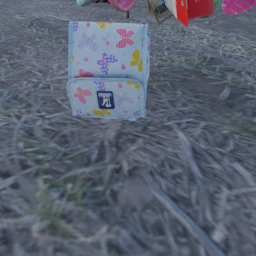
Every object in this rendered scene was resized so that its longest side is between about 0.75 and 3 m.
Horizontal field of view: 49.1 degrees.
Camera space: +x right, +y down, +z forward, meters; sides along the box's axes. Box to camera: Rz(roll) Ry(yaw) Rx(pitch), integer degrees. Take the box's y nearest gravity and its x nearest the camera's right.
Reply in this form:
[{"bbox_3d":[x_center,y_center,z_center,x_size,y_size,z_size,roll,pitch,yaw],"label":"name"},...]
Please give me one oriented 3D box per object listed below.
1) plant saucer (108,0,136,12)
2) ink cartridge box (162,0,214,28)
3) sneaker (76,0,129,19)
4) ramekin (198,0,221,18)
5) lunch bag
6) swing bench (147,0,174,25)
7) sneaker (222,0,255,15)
[{"bbox_3d":[-0.215,-4.282,7.970,0.459,1.810,1.810,16,35,24],"label":"plant saucer"},{"bbox_3d":[1.484,-3.830,7.188,0.919,1.588,2.734,-14,39,2],"label":"ink cartridge box"},{"bbox_3d":[-0.480,-4.114,9.003,2.161,1.512,0.840,-42,32,-12],"label":"sneaker"},{"bbox_3d":[2.547,-4.887,9.791,1.011,2.070,2.070,7,31,-11],"label":"ramekin"},{"bbox_3d":[-0.302,-0.947,4.866,1.354,1.597,1.015,5,9,7],"label":"lunch bag"},{"bbox_3d":[1.337,-4.611,9.891,1.310,1.317,0.854,-32,70,7],"label":"swing bench"},{"bbox_3d":[2.169,-2.372,4.688,0.514,1.263,0.557,54,22,3],"label":"sneaker"}]
